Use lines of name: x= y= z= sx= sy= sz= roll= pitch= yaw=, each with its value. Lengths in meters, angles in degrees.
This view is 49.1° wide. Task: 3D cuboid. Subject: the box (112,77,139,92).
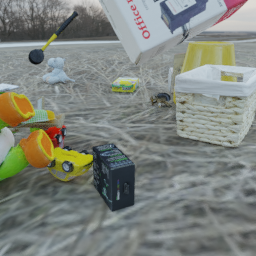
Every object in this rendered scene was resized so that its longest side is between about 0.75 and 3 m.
box: x=-0.109 y=-1.968 z=12.779 sx=0.998 sy=0.412 sz=1.702 roll=5 pitch=19 yaw=11

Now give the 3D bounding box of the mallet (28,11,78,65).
mallet: x=-2.313 y=-2.859 z=8.788 sx=2.192 sy=0.451 sz=0.722 roll=-49 pitch=23 yaw=-2

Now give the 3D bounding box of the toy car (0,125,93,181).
toy car: x=-2.073 y=0.641 z=5.737 sx=2.271 sy=0.538 sz=2.413 roll=-12 pitch=23 yaw=-27

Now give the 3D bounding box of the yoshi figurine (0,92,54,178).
yoshi figurine: x=-2.719 y=0.613 z=4.215 sx=2.888 sy=1.617 sz=1.623 roll=-25 pitch=62 yaw=0

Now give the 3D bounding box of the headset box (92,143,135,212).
headset box: x=-0.251 y=0.830 z=4.816 sx=0.437 sy=0.820 sz=0.942 roll=-10 pitch=23 yaw=-24

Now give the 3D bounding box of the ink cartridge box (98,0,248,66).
ink cartridge box: x=0.843 y=-2.687 z=5.712 sx=2.477 sy=1.793 sz=1.045 roll=-29 pitch=2 yaw=-5

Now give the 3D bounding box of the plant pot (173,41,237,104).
plant pot: x=2.906 y=-1.968 z=10.210 sx=2.375 sy=2.234 sz=2.375 roll=0 pitch=20 yaw=0

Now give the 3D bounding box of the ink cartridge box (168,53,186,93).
ink cartridge box: x=2.830 y=-2.452 z=11.591 sx=2.220 sy=1.956 sz=0.496 roll=-8 pitch=46 yaw=-4

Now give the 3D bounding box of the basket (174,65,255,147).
basket: x=2.548 y=-0.746 z=7.788 sx=1.822 sy=1.659 sz=2.689 roll=12 pitch=23 yaw=30

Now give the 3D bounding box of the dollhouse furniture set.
dollhouse furniture set: x=-2.569 y=-0.479 z=6.516 sx=1.425 sy=1.101 sz=2.852 roll=2 pitch=-5 yaw=-33

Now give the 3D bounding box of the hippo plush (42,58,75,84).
hippo plush: x=-3.657 y=-2.907 z=14.072 sx=1.515 sy=1.218 sz=1.207 roll=14 pitch=25 yaw=32

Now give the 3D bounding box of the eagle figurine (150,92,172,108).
eagle figurine: x=1.208 y=-0.991 z=10.143 sx=0.752 sy=0.568 sz=0.571 roll=-7 pitch=9 yaw=13

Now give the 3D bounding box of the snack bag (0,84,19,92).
snack bag: x=-5.864 y=-1.864 z=12.863 sx=1.214 sy=0.138 sz=1.287 roll=11 pitch=23 yaw=28
